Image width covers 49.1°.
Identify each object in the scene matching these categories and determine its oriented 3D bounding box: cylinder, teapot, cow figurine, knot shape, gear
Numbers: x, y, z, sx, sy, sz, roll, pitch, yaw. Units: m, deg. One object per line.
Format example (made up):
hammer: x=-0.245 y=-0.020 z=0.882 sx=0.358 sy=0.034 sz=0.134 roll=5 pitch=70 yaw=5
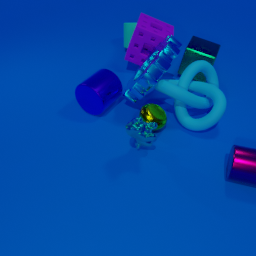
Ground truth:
cylinder: x=2.565 y=0.801 z=5.954 sx=0.769 sy=0.769 sz=0.769 roll=11 pitch=43 yaw=13
teapot: x=0.625 y=-0.261 z=7.292 sx=0.762 sy=0.600 sz=1.226 roll=41 pitch=46 yaw=3
cow figurine: x=0.263 y=0.127 z=6.393 sx=0.942 sy=0.927 sz=0.517 roll=22 pitch=64 yaw=-30
knot shape: x=1.598 y=-0.969 z=7.512 sx=1.882 sy=0.929 sz=2.011 roll=14 pitch=57 yaw=1
cylinder: x=0.281 y=-3.454 z=10.445 sx=0.880 sy=0.880 sz=0.880 roll=0 pitch=21 yaw=0
cylinder: x=-0.805 y=-1.011 z=7.819 sx=0.977 sy=0.977 sz=0.977 roll=23 pitch=47 yaw=23
gear: x=0.637 y=-1.633 z=7.808 sx=0.383 sy=2.071 sz=2.071 roll=37 pitch=43 yaw=-12

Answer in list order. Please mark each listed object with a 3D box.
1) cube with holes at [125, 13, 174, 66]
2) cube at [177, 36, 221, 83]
cube with holes: x=0.710 y=-2.820 z=9.259 sx=1.191 sy=1.191 sz=1.191 roll=20 pitch=41 yaw=-8
cube: x=2.297 y=-2.228 z=9.074 sx=0.966 sy=0.966 sz=0.966 roll=23 pitch=47 yaw=9
